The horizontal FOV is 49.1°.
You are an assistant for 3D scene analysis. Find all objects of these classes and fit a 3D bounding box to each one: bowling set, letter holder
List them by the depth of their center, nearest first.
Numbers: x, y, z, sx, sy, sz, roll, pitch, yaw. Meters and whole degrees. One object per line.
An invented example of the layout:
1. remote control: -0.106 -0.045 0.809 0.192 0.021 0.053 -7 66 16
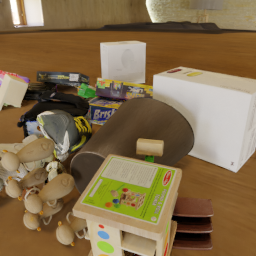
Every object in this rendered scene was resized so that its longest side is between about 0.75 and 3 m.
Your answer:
1. letter holder: 1.068 1.878 5.576 1.202 0.605 0.854 3 26 6
2. bowling set: -1.914 1.511 5.838 1.583 2.274 1.221 -36 -4 32

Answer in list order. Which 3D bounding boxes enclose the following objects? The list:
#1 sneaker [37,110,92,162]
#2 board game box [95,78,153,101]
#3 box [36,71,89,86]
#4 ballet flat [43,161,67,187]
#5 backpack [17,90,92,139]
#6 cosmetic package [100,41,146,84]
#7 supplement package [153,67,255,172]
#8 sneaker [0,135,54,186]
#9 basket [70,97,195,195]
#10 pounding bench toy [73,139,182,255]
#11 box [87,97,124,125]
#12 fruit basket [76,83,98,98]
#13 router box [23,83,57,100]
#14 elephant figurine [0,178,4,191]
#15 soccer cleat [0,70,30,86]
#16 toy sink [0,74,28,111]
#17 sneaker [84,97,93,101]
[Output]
1. sneaker: -1.466 0.028 6.934 1.161 1.022 2.744 -34 -4 -20
2. board game box: 0.037 -1.394 11.371 2.504 0.710 2.070 9 4 0
3. box: -3.347 -2.574 14.684 2.276 0.581 1.795 4 4 8
4. ballet flat: -1.852 1.190 7.110 0.567 0.560 1.665 -2 24 -12
5. backpack: -2.128 -0.160 8.865 1.972 1.595 2.070 -5 30 8
6. cosmetic package: -0.268 -3.593 15.557 2.205 2.212 1.360 -10 25 -21
7. supplement package: 2.355 -0.432 8.553 2.934 2.285 1.627 19 31 35
8. sneaker: -3.306 0.754 7.689 2.484 0.933 1.427 17 29 22
9. basket: 0.023 0.596 6.993 2.479 1.870 2.749 22 35 23
10. pounding bench toy: 0.221 1.400 5.064 1.328 1.668 2.138 9 36 18
11. box: -0.345 -0.536 10.582 2.532 0.814 0.887 9 26 21
12. fruit basket: -1.967 -1.763 13.074 1.231 0.623 1.329 22 10 -36
13. router box: -4.660 -1.820 13.741 1.951 0.498 1.455 4 23 7
14. elephant figurine: -3.945 1.108 6.362 2.135 1.510 1.656 25 19 32
15. soccer cleat: -6.663 -2.693 15.043 2.662 1.018 0.888 -1 25 -1
16. toy sink: -5.141 -1.467 12.363 0.851 1.520 0.991 19 9 -40
17. sneaker: -1.768 -0.889 11.597 1.983 0.659 0.897 -11 22 -31
